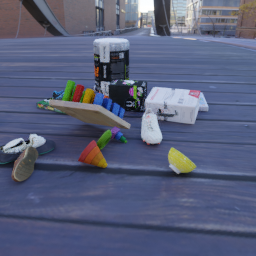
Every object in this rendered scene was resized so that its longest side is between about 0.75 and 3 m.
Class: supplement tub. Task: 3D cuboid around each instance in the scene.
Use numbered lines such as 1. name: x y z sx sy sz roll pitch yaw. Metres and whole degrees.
1. supplement tub: -0.828 -3.019 14.392 1.805 2.947 1.805 0 23 0

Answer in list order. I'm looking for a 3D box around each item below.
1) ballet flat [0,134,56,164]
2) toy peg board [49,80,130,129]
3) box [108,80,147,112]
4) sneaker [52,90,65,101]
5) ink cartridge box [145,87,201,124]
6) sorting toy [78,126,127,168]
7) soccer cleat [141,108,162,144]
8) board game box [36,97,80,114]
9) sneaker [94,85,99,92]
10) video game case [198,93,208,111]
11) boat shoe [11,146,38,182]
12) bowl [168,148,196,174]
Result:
1. ballet flat: -3.201 0.579 8.901 1.929 0.705 0.705 -16 28 -34
2. toy peg board: -1.227 -0.874 10.164 2.182 1.072 2.191 8 -11 30
3. box: 0.007 -1.525 13.084 1.677 1.245 1.042 4 24 10
4. sneaker: -2.962 -1.531 13.353 1.258 0.515 0.461 -5 23 -14
5. ink cartridge box: 1.945 -1.009 12.084 2.094 0.868 1.537 8 35 19
6. sorting toy: -0.638 0.653 9.042 0.812 0.817 2.357 37 29 8
7. soccer cleat: 0.806 -0.078 10.276 0.716 0.802 2.067 -1 24 -3
8. board game box: -2.923 -1.062 13.251 2.556 0.300 1.339 12 28 27
9. sneaker: -1.146 -2.318 15.856 1.510 0.529 0.819 -18 27 -41
10. video game case: 2.751 -1.380 13.996 2.164 0.262 2.377 3 23 6
11. boat shoe: -3.029 1.085 8.094 0.470 0.501 1.392 -29 26 17
12. bowl: 1.450 1.015 7.997 0.477 0.886 0.886 -50 37 -4
